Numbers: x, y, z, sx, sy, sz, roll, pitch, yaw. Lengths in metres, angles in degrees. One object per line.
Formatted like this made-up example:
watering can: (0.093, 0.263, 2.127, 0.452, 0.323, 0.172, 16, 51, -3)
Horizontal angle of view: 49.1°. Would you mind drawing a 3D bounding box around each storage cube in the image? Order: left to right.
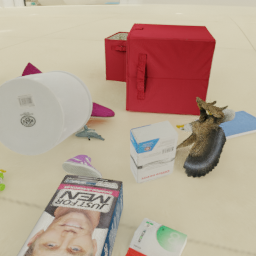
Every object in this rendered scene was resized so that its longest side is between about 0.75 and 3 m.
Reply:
storage cube: (0.116, -3.070, 12.118, 1.711, 1.799, 2.001, 10, 29, 17)
storage cube: (1.358, -2.139, 9.692, 2.623, 2.494, 2.918, 4, 29, 6)

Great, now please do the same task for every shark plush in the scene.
shark plush: (-1.052, 0.230, 7.870, 0.824, 0.374, 0.343, 25, 53, 3)

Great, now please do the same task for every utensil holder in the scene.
utensil holder: (-1.971, -0.433, 6.731, 1.789, 1.789, 2.105, 3, 15, 6)

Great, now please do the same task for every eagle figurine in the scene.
eagle figurine: (1.675, 0.155, 6.556, 1.233, 1.634, 1.239, 19, 28, 24)

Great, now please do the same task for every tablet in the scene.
tablet: (3.148, -0.105, 8.450, 1.968, 0.134, 1.281, -11, 30, -20)

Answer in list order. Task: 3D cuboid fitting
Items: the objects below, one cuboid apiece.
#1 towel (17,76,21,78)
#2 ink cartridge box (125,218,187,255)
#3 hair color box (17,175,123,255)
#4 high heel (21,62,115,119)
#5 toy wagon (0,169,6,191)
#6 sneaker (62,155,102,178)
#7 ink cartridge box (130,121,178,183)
towel: (-3.786, -1.859, 11.613, 2.086, 0.249, 1.510, 12, 29, 18)
ink cartridge box: (0.405, 1.995, 4.537, 0.816, 0.254, 1.014, 15, 31, 26)
hair color box: (-0.845, 1.761, 4.465, 1.166, 0.706, 2.332, 5, 29, 8)
high heel: (-1.707, -1.046, 8.344, 2.865, 1.377, 0.966, 8, -2, -19)
toy wagon: (-2.986, 1.221, 5.990, 0.733, 0.187, 0.945, 12, 30, 20)
sneaker: (-0.930, 0.864, 6.449, 1.063, 0.385, 0.606, 17, 30, 28)
ink cartridge box: (0.522, 0.529, 5.997, 0.876, 1.211, 0.510, -13, 42, -15)
